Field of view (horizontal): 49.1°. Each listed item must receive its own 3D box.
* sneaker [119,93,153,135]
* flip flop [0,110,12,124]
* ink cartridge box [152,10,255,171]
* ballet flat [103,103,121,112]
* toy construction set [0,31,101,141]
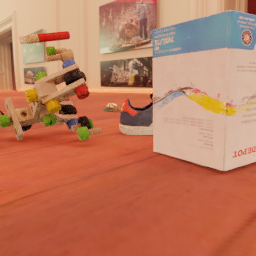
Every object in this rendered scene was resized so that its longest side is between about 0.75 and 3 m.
[{"bbox_3d":[1.093,-0.405,7.665,2.660,1.124,0.997,0,9,-4],"label":"sneaker"},{"bbox_3d":[-4.570,-0.428,9.544,1.869,0.538,0.758,9,13,43],"label":"flip flop"},{"bbox_3d":[1.666,-0.671,5.294,1.777,2.422,1.768,-7,11,-35],"label":"ink cartridge box"},{"bbox_3d":[-0.766,-0.977,13.249,0.367,0.392,1.083,-9,13,-42],"label":"ballet flat"},{"bbox_3d":[-2.152,-0.889,6.752,2.020,2.629,2.192,-14,6,-24],"label":"toy construction set"}]
